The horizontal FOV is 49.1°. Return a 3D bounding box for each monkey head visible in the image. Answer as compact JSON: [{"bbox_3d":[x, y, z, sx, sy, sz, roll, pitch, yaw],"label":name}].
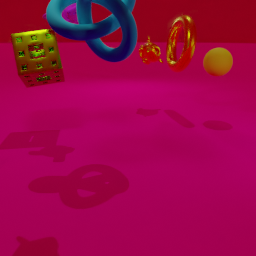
[{"bbox_3d":[0.844,-2.980,10.849,0.796,1.321,0.950,-23,43,18],"label":"monkey head"},{"bbox_3d":[-1.582,-3.089,7.417,1.283,0.773,0.923,-33,-4,-12],"label":"monkey head"}]

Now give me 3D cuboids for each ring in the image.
[{"bbox_3d":[1.890,-3.025,10.136,0.402,2.008,2.008,3,18,-15],"label":"ring"}]

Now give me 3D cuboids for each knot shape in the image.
[{"bbox_3d":[-0.776,-2.477,6.033,1.939,2.072,0.957,0,15,-2],"label":"knot shape"}]

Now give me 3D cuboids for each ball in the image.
[{"bbox_3d":[2.975,-2.179,9.275,0.923,0.923,0.923,0,19,0],"label":"ball"}]

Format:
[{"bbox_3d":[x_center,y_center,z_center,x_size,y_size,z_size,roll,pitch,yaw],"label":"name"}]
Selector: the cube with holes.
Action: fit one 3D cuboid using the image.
[{"bbox_3d":[-2.565,-1.988,8.150,1.177,1.177,1.177,-12,-6,-11],"label":"cube with holes"}]
